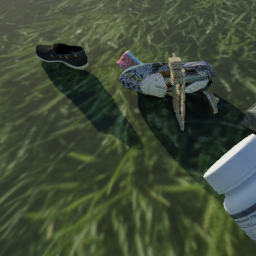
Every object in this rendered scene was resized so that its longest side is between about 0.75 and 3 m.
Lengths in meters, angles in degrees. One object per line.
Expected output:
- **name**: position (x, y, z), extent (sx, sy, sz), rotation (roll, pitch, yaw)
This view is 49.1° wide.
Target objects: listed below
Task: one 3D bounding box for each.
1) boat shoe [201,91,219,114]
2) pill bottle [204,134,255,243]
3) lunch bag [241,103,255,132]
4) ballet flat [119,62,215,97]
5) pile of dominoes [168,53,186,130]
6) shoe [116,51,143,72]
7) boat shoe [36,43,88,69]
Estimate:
- **boat shoe**: position (2.363, -0.762, 7.812), extent (0.379, 0.357, 0.996), rotation (-9, 42, 1)
- **pill bottle**: position (2.478, 1.333, 4.561), extent (1.351, 1.351, 2.375), rotation (-34, 75, -28)
- **lunch bag**: position (3.661, -0.299, 7.253), extent (1.053, 0.619, 0.863), rotation (-32, 52, -29)
- **ballet flat**: position (1.186, -1.358, 8.018), extent (2.816, 1.013, 1.013), rotation (-6, 47, -6)
- **pile of dominoes**: position (1.181, -0.955, 7.145), extent (0.266, 1.668, 1.300), rotation (-5, 30, -1)
- **shoe**: position (0.211, -1.848, 8.899), extent (0.583, 0.458, 1.282), rotation (-44, 75, 1)
- **boat shoe**: position (-2.253, -2.531, 9.312), extent (2.072, 0.649, 0.758), rotation (18, 51, 23)
